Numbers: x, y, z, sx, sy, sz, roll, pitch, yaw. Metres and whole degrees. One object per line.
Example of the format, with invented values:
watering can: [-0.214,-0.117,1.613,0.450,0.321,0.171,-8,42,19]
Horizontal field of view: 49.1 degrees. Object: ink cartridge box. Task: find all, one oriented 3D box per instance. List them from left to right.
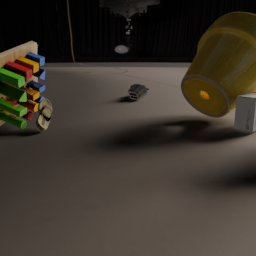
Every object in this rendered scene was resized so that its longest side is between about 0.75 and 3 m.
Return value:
ink cartridge box: [3.657,-0.496,8.165,0.566,0.976,1.353,12,18,42]

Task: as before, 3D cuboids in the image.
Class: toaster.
toaster: [0.452,-1.627,12.769,0.954,0.542,0.616,19,53,43]

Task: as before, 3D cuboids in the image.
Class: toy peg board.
toy peg board: [-2.980,-1.107,8.041,1.010,2.065,2.056,23,37,12]

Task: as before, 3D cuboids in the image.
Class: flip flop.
flip flop: [-2.374,-0.421,8.076,0.466,0.331,1.149,36,33,-32]

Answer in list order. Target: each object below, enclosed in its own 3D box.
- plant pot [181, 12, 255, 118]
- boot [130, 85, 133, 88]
plant pot: [3.163,-1.843,9.151,2.588,2.751,2.751,-47,36,-18]
boot: [0.518,-1.770,13.642,0.843,0.312,0.691,26,-6,20]
